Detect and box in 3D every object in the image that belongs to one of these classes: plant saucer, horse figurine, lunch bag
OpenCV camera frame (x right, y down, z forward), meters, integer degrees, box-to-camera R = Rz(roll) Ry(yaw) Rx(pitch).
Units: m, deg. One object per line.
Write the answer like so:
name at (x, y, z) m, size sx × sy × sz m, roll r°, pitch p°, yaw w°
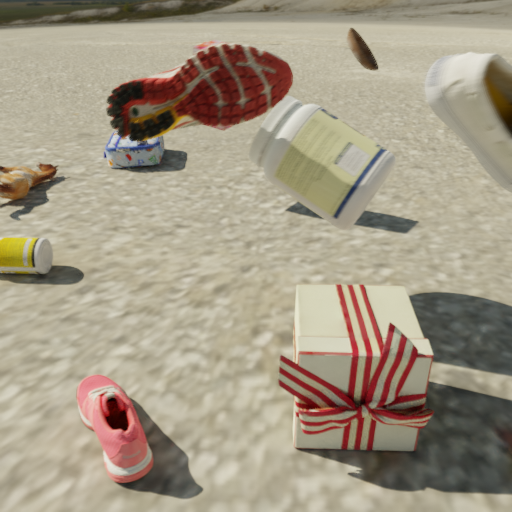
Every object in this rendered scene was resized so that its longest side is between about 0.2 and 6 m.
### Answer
plant saucer at (1.972, -3.846, 10.538) m, size 0.170 × 0.932 × 0.932 m, roll -31°, pitch 15°, yaw 29°
horse figurine at (-5.899, -1.843, 13.336) m, size 1.656 × 0.624 × 2.498 m, roll 15°, pitch 19°, yaw -7°
lunch bag at (-3.396, -3.041, 15.591) m, size 1.580 × 0.745 × 1.972 m, roll -3°, pitch 28°, yaw -2°

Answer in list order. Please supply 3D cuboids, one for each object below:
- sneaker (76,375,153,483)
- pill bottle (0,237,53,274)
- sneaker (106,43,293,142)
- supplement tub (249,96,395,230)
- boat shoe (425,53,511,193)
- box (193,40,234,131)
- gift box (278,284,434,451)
sneaker at (-1.688, 1.811, 6.639) m, size 0.642 × 0.755 × 1.742 m, roll -16°, pitch 32°, yaw -28°
pill bottle at (-4.342, -0.008, 10.086) m, size 1.172 × 0.652 × 0.652 m, roll 1°, pitch 29°, yaw 2°
sneaker at (-0.768, -2.366, 7.930) m, size 2.689 × 1.047 × 1.105 m, roll -4°, pitch 22°, yaw 22°
supplement tub at (0.992, -1.441, 8.614) m, size 1.910 × 1.385 × 1.385 m, roll 36°, pitch 37°, yaw 8°
boat shoe at (3.096, -1.447, 6.454) m, size 2.589 × 0.918 × 0.904 m, roll 33°, pitch -7°, yaw -28°
box at (-0.805, -3.670, 12.060) m, size 0.837 × 1.679 × 0.802 m, roll 21°, pitch 38°, yaw 22°
gift box at (1.102, 1.255, 6.665) m, size 1.651 × 1.790 × 1.671 m, roll -4°, pitch 30°, yaw 4°
